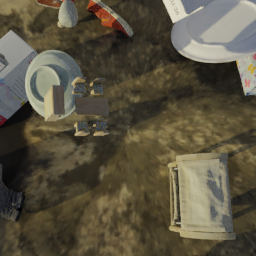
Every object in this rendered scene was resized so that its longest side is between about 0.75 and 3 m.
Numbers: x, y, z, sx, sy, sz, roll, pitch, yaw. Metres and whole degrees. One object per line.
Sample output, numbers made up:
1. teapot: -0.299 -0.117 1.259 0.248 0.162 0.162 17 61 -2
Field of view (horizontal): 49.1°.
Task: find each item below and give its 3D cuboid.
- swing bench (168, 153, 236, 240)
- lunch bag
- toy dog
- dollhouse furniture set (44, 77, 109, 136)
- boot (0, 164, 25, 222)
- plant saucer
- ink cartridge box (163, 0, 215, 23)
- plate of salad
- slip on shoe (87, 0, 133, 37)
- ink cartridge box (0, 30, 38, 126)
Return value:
1. swing bench: 1.604 1.567 6.521 1.134 1.748 1.738 0 75 0
2. lunch bag: 3.967 -1.659 7.831 1.448 0.921 1.228 -4 75 -7
3. toy dog: -2.056 -3.795 8.230 1.585 1.157 2.403 37 40 -28
4. dollhouse furniture set: -0.649 -0.313 3.818 0.865 0.563 0.795 -1 82 -26
5. boot: -3.101 1.634 7.210 0.949 0.503 1.442 5 86 -2
6. plant saucer: -1.579 -0.860 5.637 1.420 0.356 1.420 3 99 21
7. ink cartridge box: 1.327 -3.236 5.840 2.485 0.839 1.447 -40 108 -33
8. plate of salad: 2.673 -2.751 7.913 2.880 0.692 2.880 -10 53 13
9. slip on shoe: -0.536 -3.282 8.477 1.713 0.635 0.524 40 107 7
10. ink cartridge box: -3.282 -1.139 7.295 0.959 1.653 2.240 40 78 9
